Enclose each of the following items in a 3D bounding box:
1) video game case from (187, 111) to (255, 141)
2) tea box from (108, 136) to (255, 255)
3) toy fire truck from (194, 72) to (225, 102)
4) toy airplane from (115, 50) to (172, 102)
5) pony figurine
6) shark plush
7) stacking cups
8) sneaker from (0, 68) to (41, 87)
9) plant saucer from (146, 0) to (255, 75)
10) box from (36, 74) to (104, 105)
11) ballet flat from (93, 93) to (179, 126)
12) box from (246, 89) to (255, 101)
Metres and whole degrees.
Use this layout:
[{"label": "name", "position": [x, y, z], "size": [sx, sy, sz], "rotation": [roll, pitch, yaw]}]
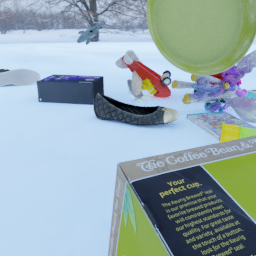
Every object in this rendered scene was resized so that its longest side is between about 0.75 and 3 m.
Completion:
[{"label": "video game case", "position": [2.693, -0.097, 7.980], "size": [1.344, 0.167, 1.878], "rotation": [-6, 21, -14]}, {"label": "tea box", "position": [1.152, 1.193, 2.223], "size": [2.073, 1.385, 2.039], "rotation": [-8, 37, -21]}, {"label": "toy fire truck", "position": [3.598, -2.545, 10.843], "size": [1.758, 2.733, 2.406], "rotation": [6, 21, 17]}, {"label": "toy airplane", "position": [0.427, -1.949, 10.947], "size": [2.249, 1.587, 2.240], "rotation": [-4, 49, -47]}, {"label": "pony figurine", "position": [2.968, -1.190, 8.524], "size": [2.591, 2.158, 2.501], "rotation": [1, -2, -16]}, {"label": "shark plush", "position": [-1.217, -3.191, 9.460], "size": [1.124, 0.510, 0.468], "rotation": [-21, 14, 9]}, {"label": "stacking cups", "position": [3.140, 0.298, 6.323], "size": [2.021, 0.611, 0.611], "rotation": [8, 22, 20]}, {"label": "sneaker", "position": [-5.446, -2.519, 13.458], "size": [2.396, 0.847, 1.188], "rotation": [-9, 27, -12]}, {"label": "plant saucer", "position": [1.796, -2.739, 6.848], "size": [2.891, 2.891, 0.449], "rotation": [-4, 8, -11]}, {"label": "box", "position": [-2.174, -1.535, 10.896], "size": [2.186, 0.862, 1.543], "rotation": [4, 23, 9]}, {"label": "ballet flat", "position": [0.162, -0.542, 8.316], "size": [2.676, 0.760, 0.889], "rotation": [7, 22, 18]}, {"label": "box", "position": [4.830, -1.259, 10.853], "size": [1.359, 0.334, 0.559], "rotation": [-8, 22, -20]}]
